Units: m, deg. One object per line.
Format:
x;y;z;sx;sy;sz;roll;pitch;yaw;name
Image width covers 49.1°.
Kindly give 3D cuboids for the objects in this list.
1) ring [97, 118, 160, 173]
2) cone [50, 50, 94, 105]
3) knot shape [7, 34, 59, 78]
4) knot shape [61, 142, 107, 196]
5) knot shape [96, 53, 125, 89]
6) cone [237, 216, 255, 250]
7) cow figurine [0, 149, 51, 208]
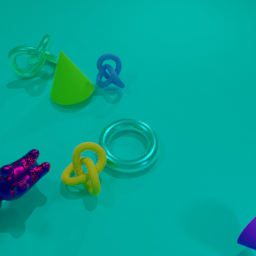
0.008;0.417;7.228;1.645;0.329;1.645;0;52;0;ring
-1.768;-1.620;8.088;1.353;1.358;1.353;-4;42;4;cone
-2.958;-2.177;8.777;1.590;1.699;0.785;-25;88;-7;knot shape
-0.953;0.880;6.438;1.203;0.556;1.125;21;92;33;knot shape
-0.610;-1.633;8.524;1.074;1.148;0.530;-11;19;47;knot shape
2.587;2.063;4.954;0.878;0.878;0.881;-28;46;-21;cone
-2.553;1.251;5.966;0.867;1.555;1.580;50;37;-2;cow figurine
